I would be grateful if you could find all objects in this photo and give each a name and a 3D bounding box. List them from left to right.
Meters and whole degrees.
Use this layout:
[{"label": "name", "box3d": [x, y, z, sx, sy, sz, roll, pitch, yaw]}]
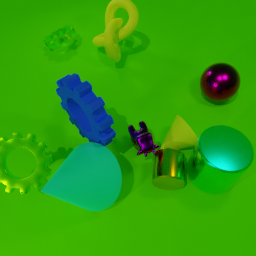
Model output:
[{"label": "gear", "box3d": [-2.292, 0.744, 6.016, 1.290, 0.239, 1.290, 0, 89, -7]}, {"label": "gear", "box3d": [-2.442, -3.270, 10.037, 1.198, 0.222, 1.198, -16, 40, 14]}, {"label": "cone", "box3d": [-1.233, 1.166, 5.945, 1.634, 1.641, 1.634, 0, 91, 28]}, {"label": "gear", "box3d": [-1.033, -0.379, 6.714, 0.347, 1.877, 1.877, -36, 62, -24]}, {"label": "knot shape", "box3d": [-0.508, -3.229, 9.490, 0.935, 1.893, 2.023, 18, 89, -24]}, {"label": "cow figurine", "box3d": [0.388, 0.370, 7.241, 0.617, 1.123, 1.105, -20, 60, -6]}, {"label": "cylinder", "box3d": [1.010, 1.028, 6.965, 0.795, 0.795, 0.795, 6, 55, 4]}, {"label": "cone", "box3d": [1.232, 0.358, 7.552, 1.017, 1.013, 1.013, -37, 60, 2]}, {"label": "cylinder", "box3d": [2.187, 0.790, 6.814, 1.274, 1.274, 1.274, 1, 55, -2]}, {"label": "ball", "box3d": [2.747, -1.369, 8.387, 1.163, 1.163, 1.163, 0, 55, 0]}]
